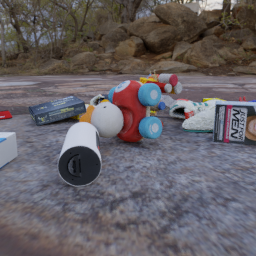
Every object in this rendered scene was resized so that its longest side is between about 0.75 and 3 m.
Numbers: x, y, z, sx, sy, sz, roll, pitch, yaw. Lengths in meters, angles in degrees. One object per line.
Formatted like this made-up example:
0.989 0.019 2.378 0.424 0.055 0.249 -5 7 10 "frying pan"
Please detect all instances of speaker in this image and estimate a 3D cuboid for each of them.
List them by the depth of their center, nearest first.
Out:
-1.061 0.500 6.357 0.867 0.867 2.135 -2 13 -7 "speaker"

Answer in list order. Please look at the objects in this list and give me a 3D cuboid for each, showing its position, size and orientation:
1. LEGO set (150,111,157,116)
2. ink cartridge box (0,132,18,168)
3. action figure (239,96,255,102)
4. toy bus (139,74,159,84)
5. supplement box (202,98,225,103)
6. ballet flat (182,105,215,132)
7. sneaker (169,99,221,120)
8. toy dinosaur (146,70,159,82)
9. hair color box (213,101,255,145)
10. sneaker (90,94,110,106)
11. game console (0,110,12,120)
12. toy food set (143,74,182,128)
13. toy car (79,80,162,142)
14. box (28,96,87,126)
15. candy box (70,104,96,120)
0.612 -0.959 13.010 0.758 0.614 1.649 -8 16 -31 "LEGO set"
-3.653 0.524 6.659 1.585 0.664 1.150 1 13 3 "ink cartridge box"
7.345 -1.709 15.116 0.796 1.207 2.439 -13 21 -42 "action figure"
1.137 -2.097 14.760 1.237 1.750 1.823 33 2 -23 "toy bus"
3.937 -0.938 12.710 0.703 0.708 1.292 -3 14 -11 "supplement box"
3.371 -0.370 9.872 2.906 1.043 1.043 0 13 4 "ballet flat"
2.872 -0.621 11.489 2.500 0.880 1.169 8 30 29 "sneaker"
0.921 -1.856 9.966 0.223 0.387 0.766 -23 -18 37 "toy dinosaur"
3.813 -0.143 8.358 2.379 1.177 0.721 4 14 16 "hair color box"
-0.672 -1.090 12.841 2.520 0.988 1.001 0 6 41 "sneaker"
-5.542 -0.452 12.046 0.852 0.506 0.734 -13 50 -42 "game console"
1.332 -1.102 10.318 1.255 1.332 2.790 12 42 45 "toy food set"
-0.410 -0.438 8.013 2.073 1.833 1.911 -6 7 -36 "toy car"
-2.920 -0.755 11.502 2.049 0.523 1.615 -18 23 -21 "box"
-2.561 -0.865 13.081 1.409 0.364 2.757 -20 24 -40 "candy box"
